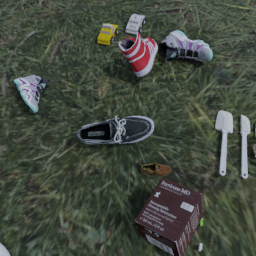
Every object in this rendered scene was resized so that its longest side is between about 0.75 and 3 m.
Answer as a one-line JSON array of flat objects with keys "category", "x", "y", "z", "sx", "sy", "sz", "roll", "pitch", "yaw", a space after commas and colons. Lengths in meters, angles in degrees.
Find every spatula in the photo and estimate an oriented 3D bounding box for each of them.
[{"category": "spatula", "x": 4.001, "y": 0.621, "z": 9.778, "sx": 1.957, "sy": 0.226, "sz": 2.814, "roll": 15, "pitch": 57, "yaw": 4}]

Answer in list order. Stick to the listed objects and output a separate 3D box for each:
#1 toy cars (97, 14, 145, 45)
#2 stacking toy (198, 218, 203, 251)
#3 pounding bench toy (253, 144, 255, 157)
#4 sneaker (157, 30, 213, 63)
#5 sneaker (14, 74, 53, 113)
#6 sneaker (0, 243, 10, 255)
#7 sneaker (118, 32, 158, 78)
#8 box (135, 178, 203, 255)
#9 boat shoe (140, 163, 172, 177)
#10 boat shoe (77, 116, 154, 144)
[{"category": "toy cars", "x": -0.289, "y": -4.881, "z": 13.387, "sx": 2.922, "sy": 0.647, "sz": 1.310, "roll": -26, "pitch": 59, "yaw": -18}, {"category": "stacking toy", "x": 1.768, "y": 2.978, "z": 8.051, "sx": 0.743, "sy": 0.232, "sz": 0.986, "roll": 11, "pitch": 55, "yaw": 7}, {"category": "pounding bench toy", "x": 5.328, "y": 0.654, "z": 9.206, "sx": 1.465, "sy": 1.878, "sz": 1.167, "roll": 28, "pitch": 51, "yaw": -23}, {"category": "sneaker", "x": 2.299, "y": -3.234, "z": 12.134, "sx": 1.663, "sy": 0.924, "sz": 2.378, "roll": -37, "pitch": 53, "yaw": -21}, {"category": "sneaker", "x": -3.520, "y": -1.497, "z": 10.918, "sx": 1.336, "sy": 0.742, "sz": 1.910, "roll": -27, "pitch": 59, "yaw": -17}, {"category": "sneaker", "x": -3.389, "y": 4.128, "z": 6.664, "sx": 1.042, "sy": 1.188, "sz": 2.964, "roll": -11, "pitch": 54, "yaw": -6}, {"category": "sneaker", "x": 0.450, "y": -3.427, "z": 11.584, "sx": 0.961, "sy": 1.517, "sz": 2.697, "roll": -21, "pitch": 36, "yaw": 27}, {"category": "box", "x": 1.174, "y": 2.446, "z": 7.655, "sx": 1.238, "sy": 1.225, "sz": 1.492, "roll": 17, "pitch": 55, "yaw": 32}, {"category": "boat shoe", "x": 0.925, "y": 1.355, "z": 9.128, "sx": 1.032, "sy": 0.351, "sz": 0.371, "roll": -3, "pitch": 55, "yaw": -2}, {"category": "boat shoe", "x": -0.408, "y": 0.063, "z": 9.493, "sx": 2.648, "sy": 0.904, "sz": 0.978, "roll": -2, "pitch": 87, "yaw": 0}]
